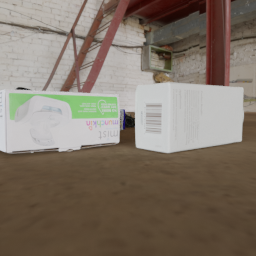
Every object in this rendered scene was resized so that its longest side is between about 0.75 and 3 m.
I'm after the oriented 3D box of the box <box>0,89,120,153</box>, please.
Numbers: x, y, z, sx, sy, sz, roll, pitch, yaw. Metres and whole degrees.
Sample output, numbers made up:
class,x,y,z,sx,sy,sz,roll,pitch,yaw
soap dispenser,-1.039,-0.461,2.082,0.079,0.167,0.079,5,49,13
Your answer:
class,x,y,z,sx,sy,sz,roll,pitch,yaw
box,-1.757,-0.163,6.174,2.417,1.169,2.133,-2,3,-38

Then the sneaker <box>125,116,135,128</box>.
class,x,y,z,sx,sy,sz,roll,pitch,yaw
sneaker,0.254,-0.225,11.993,1.345,0.511,0.610,4,-7,-6

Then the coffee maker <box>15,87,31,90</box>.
class,x,y,z,sx,sy,sz,roll,pitch,yaw
coffee maker,-3.085,-0.517,10.417,2.185,1.532,2.275,26,20,32

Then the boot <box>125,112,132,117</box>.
class,x,y,z,sx,sy,sz,roll,pitch,yaw
boot,-1.096,-0.539,12.599,1.639,0.783,2.170,0,10,-45

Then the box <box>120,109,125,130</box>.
class,x,y,z,sx,sy,sz,roll,pitch,yaw
box,-1.062,-0.309,10.273,1.401,0.799,1.523,3,5,29

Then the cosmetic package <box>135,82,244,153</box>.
class,x,y,z,sx,sy,sz,roll,pitch,yaw
cosmetic package,1.462,-0.277,6.245,2.681,1.363,0.992,-3,6,-40
